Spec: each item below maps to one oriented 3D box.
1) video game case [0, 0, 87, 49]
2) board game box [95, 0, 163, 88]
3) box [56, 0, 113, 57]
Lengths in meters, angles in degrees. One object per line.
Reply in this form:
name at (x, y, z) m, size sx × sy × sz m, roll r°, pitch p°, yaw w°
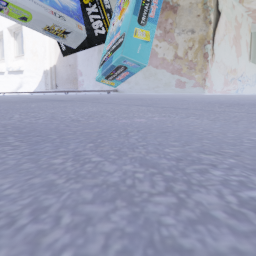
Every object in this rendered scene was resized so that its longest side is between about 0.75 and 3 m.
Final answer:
video game case at (-2.045, -3.138, 6.183) m, size 0.531 × 2.336 × 2.117 m, roll -32°, pitch -30°, yaw 34°
board game box at (0.054, -2.041, 5.432) m, size 0.513 × 2.186 × 1.650 m, roll 17°, pitch -12°, yaw -19°
box at (-1.493, -3.478, 8.048) m, size 1.934 × 2.421 × 0.597 m, roll -9°, pitch 23°, yaw 28°
